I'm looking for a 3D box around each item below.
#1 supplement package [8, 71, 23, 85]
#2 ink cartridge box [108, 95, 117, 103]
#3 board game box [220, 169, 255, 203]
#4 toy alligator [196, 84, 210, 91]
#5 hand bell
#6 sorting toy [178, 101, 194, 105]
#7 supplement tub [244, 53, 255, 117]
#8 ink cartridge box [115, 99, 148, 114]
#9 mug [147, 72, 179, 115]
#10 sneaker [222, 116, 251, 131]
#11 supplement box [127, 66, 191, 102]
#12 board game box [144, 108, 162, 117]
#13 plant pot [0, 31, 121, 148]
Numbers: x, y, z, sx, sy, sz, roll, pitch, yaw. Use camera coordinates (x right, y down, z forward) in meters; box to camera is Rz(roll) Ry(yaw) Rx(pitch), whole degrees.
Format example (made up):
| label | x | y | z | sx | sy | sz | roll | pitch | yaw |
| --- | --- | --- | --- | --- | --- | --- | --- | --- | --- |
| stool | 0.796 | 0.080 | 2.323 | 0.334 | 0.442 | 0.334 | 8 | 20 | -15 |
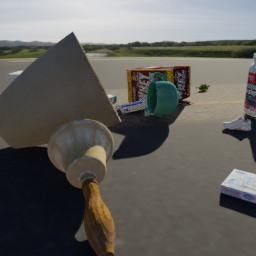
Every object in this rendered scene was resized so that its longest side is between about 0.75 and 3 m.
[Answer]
| label | x | y | z | sx | sy | sz | roll | pitch | yaw |
| --- | --- | --- | --- | --- | --- | --- | --- | --- | --- |
| supplement package | -4.157 | -1.984 | 13.644 | 2.666 | 1.460 | 1.516 | 1 | 18 | 2 |
| ink cartridge box | -1.063 | -1.363 | 13.582 | 0.565 | 0.327 | 0.972 | 13 | 22 | 35 |
| board game box | 2.519 | 1.206 | 5.789 | 0.933 | 0.192 | 0.931 | 13 | 22 | 35 |
| toy alligator | 4.442 | -2.402 | 16.903 | 1.203 | 0.357 | 0.326 | -12 | -20 | -29 |
| hand bell | -0.669 | 1.127 | 5.030 | 1.452 | 1.452 | 2.788 | -5 | 31 | -15 |
| sorting toy | 2.806 | -1.226 | 13.466 | 0.857 | 0.145 | 0.413 | -9 | 20 | -27 |
| supplement tub | 5.642 | -1.692 | 11.142 | 1.707 | 2.432 | 1.707 | 0 | 18 | 0 |
| ink cartridge box | 0.210 | -0.913 | 11.928 | 1.524 | 0.299 | 0.758 | -11 | 16 | 7 |
| mug | 1.374 | -1.277 | 10.722 | 0.961 | 1.555 | 1.278 | 0 | 19 | -14 |
| sneaker | 3.766 | -0.193 | 9.695 | 0.954 | 0.474 | 0.372 | 4 | 18 | 11 |
| supplement box | 1.564 | -2.180 | 13.829 | 2.362 | 1.590 | 2.395 | 8 | 19 | 33 |
| board game box | 1.060 | -0.707 | 11.707 | 0.720 | 0.224 | 0.954 | 2 | 18 | 6 |
| plant pot | -2.160 | -0.740 | 7.925 | 2.999 | 2.808 | 2.808 | -27 | 20 | 0 |
